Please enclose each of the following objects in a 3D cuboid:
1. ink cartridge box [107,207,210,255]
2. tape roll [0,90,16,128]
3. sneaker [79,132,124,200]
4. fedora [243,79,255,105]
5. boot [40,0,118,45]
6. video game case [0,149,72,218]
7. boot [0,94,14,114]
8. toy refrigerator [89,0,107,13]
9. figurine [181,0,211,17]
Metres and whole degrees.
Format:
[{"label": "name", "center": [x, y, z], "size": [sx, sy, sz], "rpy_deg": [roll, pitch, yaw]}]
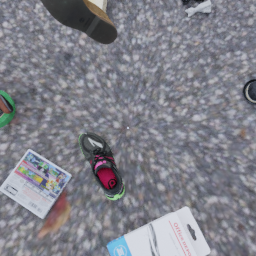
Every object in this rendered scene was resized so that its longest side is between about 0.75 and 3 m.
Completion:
[{"label": "ink cartridge box", "center": [0.836, 3.044, 7.036], "size": [2.399, 0.800, 1.389], "rpy_deg": [-24, 72, -8]}, {"label": "tape roll", "center": [-4.130, -0.578, 8.628], "size": [1.226, 0.295, 1.226], "rpy_deg": [0, 70, 1]}, {"label": "sneaker", "center": [-0.698, 0.949, 7.754], "size": [0.808, 0.882, 2.105], "rpy_deg": [-30, 73, -10]}, {"label": "fedora", "center": [4.095, -1.202, 8.784], "size": [0.932, 0.426, 0.932], "rpy_deg": [0, 70, 0]}, {"label": "boot", "center": [-0.946, -2.236, 5.236], "size": [0.625, 1.697, 0.640], "rpy_deg": [-39, 44, 28]}, {"label": "video game case", "center": [-2.602, 1.542, 7.923], "size": [1.524, 0.175, 1.389], "rpy_deg": [29, 73, 11]}, {"label": "boot", "center": [-4.392, -0.439, 8.153], "size": [1.601, 0.582, 1.700], "rpy_deg": [38, 78, 11]}, {"label": "toy refrigerator", "center": [-1.128, -4.516, 9.815], "size": [0.702, 0.762, 2.008], "rpy_deg": [5, 71, 2]}, {"label": "figurine", "center": [2.416, -4.446, 10.035], "size": [0.899, 0.397, 0.921], "rpy_deg": [-17, 71, 2]}]
